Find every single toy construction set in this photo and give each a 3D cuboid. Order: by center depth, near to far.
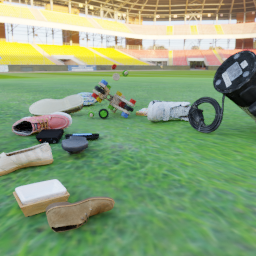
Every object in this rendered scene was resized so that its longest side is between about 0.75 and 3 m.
[{"bbox_3d":[-0.711,-1.706,13.469,2.115,2.536,1.949,7,7,-8],"label":"toy construction set"}]

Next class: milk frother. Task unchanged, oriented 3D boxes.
[{"bbox_3d":[4.224,-0.789,10.547,2.797,2.684,2.974,31,-36,-27],"label":"milk frother"}]

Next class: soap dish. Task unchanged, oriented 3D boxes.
[{"bbox_3d":[-1.555,1.240,5.018,0.840,0.341,0.661,-9,16,-32],"label":"soap dish"}]

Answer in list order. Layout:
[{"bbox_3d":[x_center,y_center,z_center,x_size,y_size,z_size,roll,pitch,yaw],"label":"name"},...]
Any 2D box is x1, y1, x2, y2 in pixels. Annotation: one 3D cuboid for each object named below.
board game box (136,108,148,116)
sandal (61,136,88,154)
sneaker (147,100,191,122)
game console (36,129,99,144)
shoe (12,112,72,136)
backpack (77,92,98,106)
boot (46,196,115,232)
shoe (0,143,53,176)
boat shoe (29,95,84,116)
[{"bbox_3d":[0.993,-0.825,14.208,0.722,0.227,1.512,6,12,21],"label":"board game box"},{"bbox_3d":[-1.492,0.530,8.179,0.703,0.396,1.848,7,3,-2],"label":"sandal"},{"bbox_3d":[1.902,-0.747,12.194,1.412,0.923,2.456,5,10,33],"label":"sneaker"},{"bbox_3d":[-1.997,0.248,9.475,2.053,0.247,1.211,0,13,-5],"label":"game console"},{"bbox_3d":[-3.083,-0.099,10.083,1.997,0.713,0.908,-4,14,5],"label":"shoe"},{"bbox_3d":[-2.531,-1.717,16.689,1.080,1.018,1.324,11,31,18],"label":"backpack"},{"bbox_3d":[-0.718,1.401,4.518,1.127,0.415,0.425,-5,39,-23],"label":"boot"},{"bbox_3d":[-2.776,0.742,6.767,1.906,0.509,0.666,-9,16,-33],"label":"shoe"},{"bbox_3d":[-3.386,-0.951,13.466,2.535,0.911,0.754,-14,-25,-14],"label":"boat shoe"}]
